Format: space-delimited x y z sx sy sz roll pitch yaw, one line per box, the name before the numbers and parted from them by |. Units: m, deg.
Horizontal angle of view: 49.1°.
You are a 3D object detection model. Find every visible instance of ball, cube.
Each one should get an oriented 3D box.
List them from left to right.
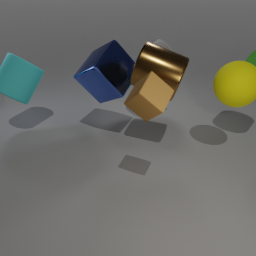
cube | -0.720 -1.907 9.704 1.400 1.400 1.400 -7 45 51
cube | 0.470 -0.694 6.310 0.700 0.700 0.700 -29 27 56
ball | 3.329 -1.330 8.537 1.400 1.400 1.400 0 29 0

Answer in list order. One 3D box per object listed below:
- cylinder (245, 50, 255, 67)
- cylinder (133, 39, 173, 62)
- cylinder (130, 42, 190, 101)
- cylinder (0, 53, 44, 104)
cylinder | 4.684 -1.914 9.479 1.400 1.400 1.400 13 6 23
cylinder | 1.047 -2.455 10.860 1.400 1.400 1.400 -38 34 1
cylinder | 0.957 -1.719 8.563 1.400 1.400 1.400 23 32 4
cylinder | -4.037 -1.793 10.282 1.400 1.400 1.400 27 -1 1
